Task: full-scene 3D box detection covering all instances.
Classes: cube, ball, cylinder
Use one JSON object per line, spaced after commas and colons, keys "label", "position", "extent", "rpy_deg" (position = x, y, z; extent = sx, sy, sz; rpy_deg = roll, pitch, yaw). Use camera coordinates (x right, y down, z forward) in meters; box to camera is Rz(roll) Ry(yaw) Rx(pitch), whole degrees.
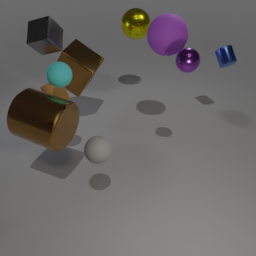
{"label": "cube", "position": [-2.276, -2.528, 7.725], "extent": [0.700, 0.700, 0.700], "rpy_deg": [-6, -15, 19]}
{"label": "ball", "position": [-1.895, -1.471, 7.735], "extent": [0.700, 0.700, 0.700], "rpy_deg": [0, 32, 0]}
{"label": "cylinder", "position": [-2.266, -0.232, 7.640], "extent": [1.400, 1.400, 1.400], "rpy_deg": [19, 35, 13]}
{"label": "cube", "position": [-2.046, -2.412, 11.258], "extent": [1.400, 1.400, 1.400], "rpy_deg": [34, 38, -10]}
{"label": "ball", "position": [-0.749, 0.545, 7.021], "extent": [0.700, 0.700, 0.700], "rpy_deg": [0, 32, 0]}
{"label": "cylinder", "position": [-2.298, -1.103, 8.866], "extent": [0.700, 0.700, 0.700], "rpy_deg": [-22, 13, 5]}
{"label": "cylinder", "position": [4.000, -2.915, 11.447], "extent": [0.700, 0.700, 0.700], "rpy_deg": [-16, -6, -2]}
{"label": "ball", "position": [1.707, -1.932, 8.001], "extent": [0.700, 0.700, 0.700], "rpy_deg": [0, 32, 0]}
{"label": "ball", "position": [0.362, -4.815, 13.004], "extent": [1.400, 1.400, 1.400], "rpy_deg": [0, 32, 0]}
{"label": "ball", "position": [1.363, -3.204, 9.667], "extent": [1.400, 1.400, 1.400], "rpy_deg": [0, 32, 0]}
